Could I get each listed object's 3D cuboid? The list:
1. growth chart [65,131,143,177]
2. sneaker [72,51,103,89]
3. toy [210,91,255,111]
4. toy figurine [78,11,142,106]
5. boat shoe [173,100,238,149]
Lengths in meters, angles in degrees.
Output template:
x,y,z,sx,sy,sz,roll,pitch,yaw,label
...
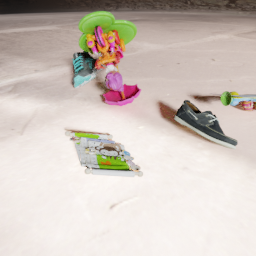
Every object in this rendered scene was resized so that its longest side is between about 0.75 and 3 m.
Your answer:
x,y,z,sx,sy,sz,roll,pitch,yaw,label
-0.633,0.644,7.208,1.599,0.196,2.209,2,24,-25,growth chart
-2.056,-2.696,12.418,1.133,1.332,2.920,-31,18,16,sneaker
4.341,-0.875,9.639,2.711,0.640,1.561,2,10,-25,toy
-0.480,-2.151,9.905,2.238,2.744,2.981,-17,-8,10,toy figurine
2.203,-0.124,7.931,0.799,0.753,2.226,21,14,-40,boat shoe
